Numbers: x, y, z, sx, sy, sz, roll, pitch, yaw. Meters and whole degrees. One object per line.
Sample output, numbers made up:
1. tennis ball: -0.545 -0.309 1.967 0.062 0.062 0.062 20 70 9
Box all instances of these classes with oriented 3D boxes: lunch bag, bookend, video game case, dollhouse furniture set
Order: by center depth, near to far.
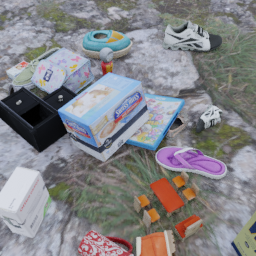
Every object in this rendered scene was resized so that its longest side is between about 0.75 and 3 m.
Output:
1. dollhouse furniture set: 1.192 1.995 7.261 1.643 0.846 1.625 -23 52 -19
2. video game case: 0.671 -0.315 9.472 1.710 0.213 2.390 13 48 31
3. bookend: -2.878 -0.745 9.539 2.333 1.081 2.348 34 56 26
4. lunch bag: -2.511 -2.028 10.630 1.593 1.194 1.878 32 63 29

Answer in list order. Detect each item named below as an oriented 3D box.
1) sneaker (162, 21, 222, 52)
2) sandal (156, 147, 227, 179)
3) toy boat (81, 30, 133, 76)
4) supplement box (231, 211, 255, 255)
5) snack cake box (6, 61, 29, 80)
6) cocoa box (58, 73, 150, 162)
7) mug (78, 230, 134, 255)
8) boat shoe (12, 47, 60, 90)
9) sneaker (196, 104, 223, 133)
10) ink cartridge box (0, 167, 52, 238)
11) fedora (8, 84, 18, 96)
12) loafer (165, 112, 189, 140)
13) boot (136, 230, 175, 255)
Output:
1. sneaker: 2.959 -4.137 12.499 2.718 1.203 1.007 -2 47 -3
2. sandal: 1.906 0.916 8.432 2.131 0.524 0.867 12 49 10
3. toy boat: -0.879 -3.363 11.761 2.218 1.226 2.638 -3 48 -3
4. supplement box: 4.015 2.285 5.849 2.558 2.555 1.717 -17 51 -15
5. snack cake box: -4.413 -2.335 11.465 0.527 0.308 0.916 28 54 25
6. cocoa box: -0.671 -0.426 8.703 1.523 1.498 2.283 24 55 38
7. mug: -0.497 2.984 6.619 1.135 1.008 0.757 25 89 26
8. boat shoe: -3.613 -2.389 11.166 0.900 0.775 2.500 30 58 24
9. sneaker: 2.791 -0.280 9.498 0.622 0.520 1.404 27 54 25
10. ink cartridge box: -2.541 1.853 6.931 0.640 1.524 1.108 12 49 10
11. fedora: -4.108 -1.194 10.308 0.370 0.725 0.819 1 44 -39
12. loafer: 1.706 -0.146 9.449 0.474 0.415 1.319 26 54 22
13. boot: 0.635 3.274 6.299 1.006 0.704 1.876 -4 40 1
